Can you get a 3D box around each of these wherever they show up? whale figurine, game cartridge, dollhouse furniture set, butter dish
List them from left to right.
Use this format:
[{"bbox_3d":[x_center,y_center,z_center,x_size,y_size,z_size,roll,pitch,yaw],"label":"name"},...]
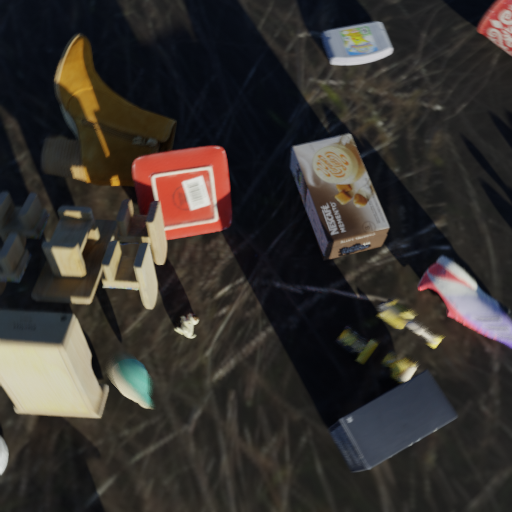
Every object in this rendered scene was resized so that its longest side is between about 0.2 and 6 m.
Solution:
[{"bbox_3d":[-2.578,0.611,7.774,2.310,1.751,2.636,3,48,3],"label":"dollhouse furniture set"},{"bbox_3d":[-1.569,1.664,7.358,0.398,0.767,0.610,-32,37,-8],"label":"whale figurine"},{"bbox_3d":[-1.141,-1.067,8.607,1.376,1.380,1.020,-10,29,-8],"label":"butter dish"},{"bbox_3d":[1.855,-3.866,10.245,1.156,0.234,0.770,-12,71,-5],"label":"game cartridge"}]

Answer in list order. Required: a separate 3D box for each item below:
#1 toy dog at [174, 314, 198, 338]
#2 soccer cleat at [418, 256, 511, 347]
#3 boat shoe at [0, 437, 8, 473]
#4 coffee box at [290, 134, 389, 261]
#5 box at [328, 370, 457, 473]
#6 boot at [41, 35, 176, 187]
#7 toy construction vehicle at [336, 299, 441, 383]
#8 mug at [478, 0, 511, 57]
[{"bbox_3d":[-0.969,0.991,8.108,0.325,0.234,0.335,32,69,0],"label":"toy dog"},{"bbox_3d":[3.152,0.805,8.065,0.651,0.606,1.778,-45,75,5],"label":"soccer cleat"},{"bbox_3d":[-4.672,2.625,6.996,2.810,0.938,1.033,-13,67,-6],"label":"boat shoe"},{"bbox_3d":[1.249,-0.917,8.679,0.993,0.692,1.736,-14,67,-6],"label":"coffee box"},{"bbox_3d":[1.671,2.126,7.094,1.277,1.163,0.665,-26,69,-10],"label":"box"},{"bbox_3d":[-2.303,-2.367,9.284,1.958,0.962,2.735,5,70,-4],"label":"boot"},{"bbox_3d":[1.832,1.167,7.795,1.133,0.399,0.987,38,90,12],"label":"toy construction vehicle"},{"bbox_3d":[4.870,-4.010,9.965,1.166,0.876,1.313,-36,74,-13],"label":"mug"}]
